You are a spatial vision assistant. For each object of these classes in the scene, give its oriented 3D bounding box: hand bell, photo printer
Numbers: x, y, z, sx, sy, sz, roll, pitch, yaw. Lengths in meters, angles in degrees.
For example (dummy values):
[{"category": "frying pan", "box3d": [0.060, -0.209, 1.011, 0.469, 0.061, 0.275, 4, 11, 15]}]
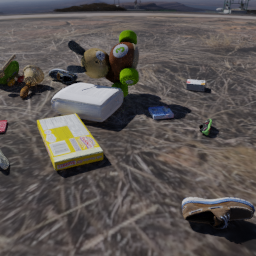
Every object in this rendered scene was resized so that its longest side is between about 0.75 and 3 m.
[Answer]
[{"category": "hand bell", "box3d": [-4.676, -2.027, 13.145, 1.051, 1.051, 2.019, 0, 40, 0]}, {"category": "photo printer", "box3d": [-1.673, -1.109, 11.212, 2.435, 0.845, 2.026, 11, 30, 20]}]

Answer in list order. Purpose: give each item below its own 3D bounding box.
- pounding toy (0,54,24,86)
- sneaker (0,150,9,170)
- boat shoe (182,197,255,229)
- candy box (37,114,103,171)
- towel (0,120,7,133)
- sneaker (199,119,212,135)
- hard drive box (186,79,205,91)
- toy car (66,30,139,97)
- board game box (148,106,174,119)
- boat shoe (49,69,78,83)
[{"category": "pounding toy", "box3d": [-5.756, -2.607, 13.876, 1.470, 0.883, 1.904, -49, 9, -18]}, {"category": "sneaker", "box3d": [-3.850, 0.893, 8.060, 0.481, 0.426, 1.137, -43, 54, -8]}, {"category": "boat shoe", "box3d": [1.949, 1.885, 6.065, 1.534, 0.554, 0.555, -3, 32, 15]}, {"category": "candy box", "box3d": [-1.963, 0.324, 9.046, 1.454, 0.376, 2.844, -9, 29, -23]}, {"category": "towel", "box3d": [-4.697, -0.028, 10.001, 0.661, 0.103, 0.915, -8, 29, -13]}, {"category": "sneaker", "box3d": [2.719, -0.088, 9.859, 0.382, 0.350, 0.912, 14, 30, 16]}, {"category": "hard drive box", "box3d": [3.282, -2.074, 13.568, 0.858, 0.330, 0.669, 7, 28, 13]}, {"category": "toy car", "box3d": [-1.133, -2.837, 11.779, 2.816, 2.222, 2.313, 7, 67, -21]}, {"category": "board game box", "box3d": [1.291, -0.614, 11.012, 0.797, 0.173, 0.793, -6, 30, -10]}, {"category": "boat shoe", "box3d": [-3.435, -2.670, 14.405, 1.595, 0.564, 0.724, 7, 25, 9]}]
